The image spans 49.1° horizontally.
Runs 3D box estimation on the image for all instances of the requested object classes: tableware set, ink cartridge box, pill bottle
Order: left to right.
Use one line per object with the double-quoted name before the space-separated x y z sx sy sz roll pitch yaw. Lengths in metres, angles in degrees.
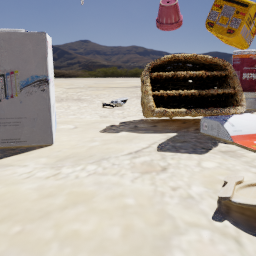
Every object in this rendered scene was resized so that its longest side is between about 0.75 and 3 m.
"ink cartridge box" -2.478 -0.888 6.130 1.647 2.277 1.677 -2 12 -11
"pill bottle" 4.662 -1.882 10.952 1.257 2.202 1.257 1 11 0
"ink cartridge box" 2.781 0.022 6.313 1.496 0.525 1.840 -4 8 -20
"tableware set" 2.642 0.507 3.127 2.980 0.346 2.489 -6 2 43

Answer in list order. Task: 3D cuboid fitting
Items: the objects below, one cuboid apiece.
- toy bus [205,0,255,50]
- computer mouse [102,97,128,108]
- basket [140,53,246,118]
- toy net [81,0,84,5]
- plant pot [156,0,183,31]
"toy bus" 3.090 -2.915 7.838 0.931 1.120 2.861 29 20 23
"computer mouse" -0.459 -1.038 11.733 0.720 0.288 1.312 5 18 42
"basket" 1.736 -1.245 8.021 2.659 1.898 1.981 -1 0 -2
"toy net" -1.065 -3.192 5.799 0.252 1.303 0.684 -1 2 -17
"plant pot" 1.275 -3.556 8.689 0.848 0.759 0.848 -5 47 5
